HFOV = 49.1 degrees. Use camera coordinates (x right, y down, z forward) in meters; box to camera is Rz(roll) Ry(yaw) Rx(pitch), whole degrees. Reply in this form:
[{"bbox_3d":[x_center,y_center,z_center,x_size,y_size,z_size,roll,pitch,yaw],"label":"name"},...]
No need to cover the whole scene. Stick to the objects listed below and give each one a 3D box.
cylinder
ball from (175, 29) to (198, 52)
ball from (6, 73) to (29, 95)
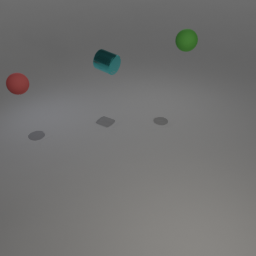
[{"bbox_3d":[-0.717,-2.259,9.595,0.700,0.700,0.700,26,39,21],"label":"cylinder"},{"bbox_3d":[1.857,-2.782,8.886,0.700,0.700,0.700,0,31,0],"label":"ball"},{"bbox_3d":[-3.535,-1.419,8.982,0.700,0.700,0.700,0,31,0],"label":"ball"}]
